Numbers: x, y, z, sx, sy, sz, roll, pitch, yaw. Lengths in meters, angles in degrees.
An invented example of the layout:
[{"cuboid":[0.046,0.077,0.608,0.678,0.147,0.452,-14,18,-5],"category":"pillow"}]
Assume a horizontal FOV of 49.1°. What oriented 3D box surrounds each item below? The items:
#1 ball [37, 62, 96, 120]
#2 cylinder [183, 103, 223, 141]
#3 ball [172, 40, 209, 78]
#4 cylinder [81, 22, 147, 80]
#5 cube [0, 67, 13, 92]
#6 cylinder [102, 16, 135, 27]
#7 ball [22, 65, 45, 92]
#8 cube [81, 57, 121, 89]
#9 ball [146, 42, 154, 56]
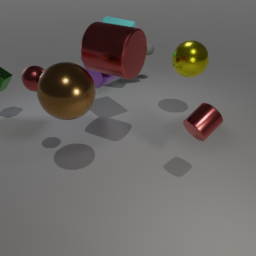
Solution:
[{"cuboid":[-1.489,-0.891,6.820,1.400,1.400,1.400,0,29,0],"category":"ball"},{"cuboid":[1.859,-0.150,6.952,0.700,0.700,0.700,-43,42,-8],"category":"cylinder"},{"cuboid":[2.408,-2.654,10.822,1.400,1.400,1.400,0,29,0],"category":"ball"},{"cuboid":[-0.378,-2.212,7.988,1.400,1.400,1.400,18,34,25],"category":"cylinder"},{"cuboid":[-5.054,-1.885,10.828,0.700,0.700,0.700,34,27,-9],"category":"cube"},{"cuboid":[-0.489,-4.419,13.228,1.400,1.400,1.400,14,31,8],"category":"cylinder"},{"cuboid":[-2.488,-1.326,7.541,0.700,0.700,0.700,0,29,0],"category":"ball"},{"cuboid":[-0.791,-2.536,10.706,1.400,1.400,1.400,-27,3,-20],"category":"cube"},{"cuboid":[1.047,-4.237,14.986,0.700,0.700,0.700,0,29,0],"category":"ball"}]
